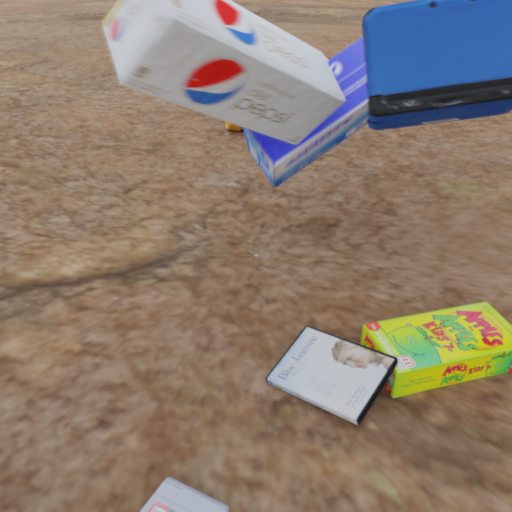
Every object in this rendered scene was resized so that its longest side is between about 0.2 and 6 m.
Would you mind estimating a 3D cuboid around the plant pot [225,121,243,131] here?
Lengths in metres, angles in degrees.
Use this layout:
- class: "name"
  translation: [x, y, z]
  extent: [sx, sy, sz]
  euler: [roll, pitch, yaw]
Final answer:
- class: "plant pot"
  translation: [-0.106, -3.960, 15.247]
  extent: [1.184, 1.293, 1.293]
  euler: [10, 30, -14]

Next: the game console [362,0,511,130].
- class: "game console"
  translation: [2.253, -2.287, 6.764]
  extent: [1.860, 1.101, 1.588]
  euler: [-5, 1, 11]

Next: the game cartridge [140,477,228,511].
- class: "game cartridge"
  translation: [-0.836, 2.750, 5.264]
  extent: [0.847, 0.260, 1.272]
  euler: [19, 36, 21]

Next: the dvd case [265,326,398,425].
- class: "dvd case"
  translation: [0.929, 1.437, 7.021]
  extent: [1.391, 0.122, 0.993]
  euler: [16, 52, 39]

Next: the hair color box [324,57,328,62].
- class: "hair color box"
  translation: [1.419, -3.656, 12.000]
  extent: [0.416, 0.687, 1.373]
  euler: [-31, 36, 37]

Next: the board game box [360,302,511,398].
- class: "board game box"
  translation: [2.497, 1.214, 7.500]
  extent: [1.926, 0.459, 0.979]
  euler: [-9, 33, -13]

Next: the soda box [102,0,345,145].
- class: "soda box"
  translation: [-0.247, -2.195, 6.464]
  extent: [2.836, 0.966, 0.903]
  euler: [5, 57, -47]

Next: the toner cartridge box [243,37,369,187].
- class: "toner cartridge box"
  translation: [1.708, -2.688, 8.840]
  extent: [4.041, 0.872, 1.920]
  euler: [-35, -4, 1]
